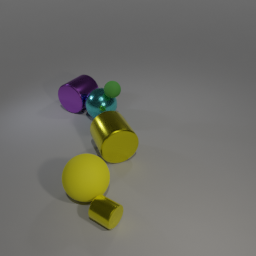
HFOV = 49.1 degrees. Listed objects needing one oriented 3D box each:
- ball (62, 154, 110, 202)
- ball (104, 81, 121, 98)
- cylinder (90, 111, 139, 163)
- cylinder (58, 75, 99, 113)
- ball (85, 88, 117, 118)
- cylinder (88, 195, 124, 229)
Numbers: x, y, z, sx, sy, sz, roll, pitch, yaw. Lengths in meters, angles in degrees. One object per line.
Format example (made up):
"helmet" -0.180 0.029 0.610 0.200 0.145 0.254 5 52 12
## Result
"ball" -1.232 1.452 8.233 1.400 1.400 1.400 0 32 0
"ball" -0.638 -1.581 11.468 0.700 0.700 0.700 0 32 0
"cylinder" -0.513 0.300 10.034 1.400 1.400 1.400 -12 36 -18
"cylinder" -2.292 -1.615 13.099 1.400 1.400 1.400 16 36 24
"ball" -1.170 -1.053 12.262 1.400 1.400 1.400 0 32 0
"cylinder" -0.596 2.269 7.603 0.700 0.700 0.700 20 37 29
